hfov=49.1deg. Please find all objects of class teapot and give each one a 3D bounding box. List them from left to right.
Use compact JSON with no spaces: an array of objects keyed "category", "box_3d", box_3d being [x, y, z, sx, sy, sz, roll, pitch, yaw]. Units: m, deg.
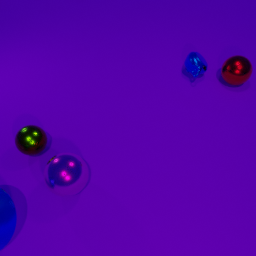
[{"category":"teapot","box_3d":[2.087,-2.007,8.809,0.775,0.610,1.246,31,39,-26]}]

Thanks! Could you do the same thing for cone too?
[{"category":"cone","box_3d":[-3.003,1.745,4.992,1.386,1.391,1.386,-2,81,10]}]

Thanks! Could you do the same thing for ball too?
[{"category":"ball","box_3d":[-2.374,0.299,6.884,0.763,0.763,0.763,0,50,0]},{"category":"ball","box_3d":[-1.364,1.026,6.197,0.974,0.974,0.974,0,50,0]},{"category":"ball","box_3d":[3.309,-1.758,8.540,0.907,0.907,0.907,0,50,0]}]
